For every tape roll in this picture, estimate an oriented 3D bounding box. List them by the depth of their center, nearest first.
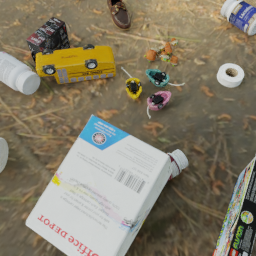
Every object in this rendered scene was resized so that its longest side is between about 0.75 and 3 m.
[{"bbox_3d":[3.954,-2.037,10.811,0.959,0.335,0.959,0,58,1],"label":"tape roll"}]

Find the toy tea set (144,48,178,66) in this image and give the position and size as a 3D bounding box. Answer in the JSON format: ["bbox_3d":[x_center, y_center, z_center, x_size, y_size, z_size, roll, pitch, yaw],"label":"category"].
[{"bbox_3d":[1.334,-2.783,11.292,1.341,0.496,0.797,28,33,19],"label":"toy tea set"}]

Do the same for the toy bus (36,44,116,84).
[{"bbox_3d":[-1.925,-2.380,10.557,2.837,1.111,0.923,-9,61,-5],"label":"toy bus"}]

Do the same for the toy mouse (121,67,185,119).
[{"bbox_3d":[1.018,-1.385,10.333,2.148,0.468,2.417,-10,59,-5],"label":"toy mouse"}]

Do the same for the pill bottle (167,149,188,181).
[{"bbox_3d":[1.166,1.220,8.591,1.267,0.723,0.723,-29,63,-16],"label":"pill bottle"}]

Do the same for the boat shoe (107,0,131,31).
[{"bbox_3d":[-0.451,-5.313,12.567,0.765,0.764,2.172,-19,62,-13],"label":"boat shoe"}]

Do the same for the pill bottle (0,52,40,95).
[{"bbox_3d":[-4.209,-2.011,10.398,1.784,1.011,1.011,32,64,18],"label":"pill bottle"}]

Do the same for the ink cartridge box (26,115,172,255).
[{"bbox_3d":[-0.526,1.672,7.092,2.170,2.132,2.947,29,80,17],"label":"ink cartridge box"}]

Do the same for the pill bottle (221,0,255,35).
[{"bbox_3d":[4.962,-4.882,12.155,0.999,0.999,1.726,-36,65,-20],"label":"pill bottle"}]

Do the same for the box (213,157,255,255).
[{"bbox_3d":[3.029,2.298,7.454,0.494,1.565,2.845,23,61,14],"label":"box"}]

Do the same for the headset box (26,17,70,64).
[{"bbox_3d":[-3.130,-3.270,11.006,0.668,1.288,1.731,29,64,16],"label":"headset box"}]

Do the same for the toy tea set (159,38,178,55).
[{"bbox_3d":[1.788,-3.387,11.705,0.975,0.361,0.580,-39,37,-17],"label":"toy tea set"}]

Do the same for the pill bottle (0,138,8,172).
[{"bbox_3d":[-5.159,0.732,8.434,2.686,1.492,1.492,4,59,3],"label":"pill bottle"}]
